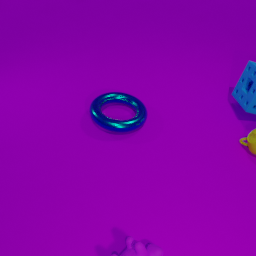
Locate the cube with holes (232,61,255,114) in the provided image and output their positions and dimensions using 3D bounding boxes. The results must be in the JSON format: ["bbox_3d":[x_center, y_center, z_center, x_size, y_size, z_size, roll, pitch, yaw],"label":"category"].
[{"bbox_3d":[4.303,-1.192,8.819,1.231,1.231,1.231,12,31,-11],"label":"cube with holes"}]

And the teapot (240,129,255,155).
[{"bbox_3d":[3.724,0.312,7.744,1.342,0.657,0.835,-17,32,53],"label":"teapot"}]

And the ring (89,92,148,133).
[{"bbox_3d":[-0.297,-0.545,8.965,1.870,0.374,1.870,6,41,-5],"label":"ring"}]

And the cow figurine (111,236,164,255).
[{"bbox_3d":[0.219,2.522,5.271,0.985,0.969,0.541,-38,23,-28],"label":"cow figurine"}]
